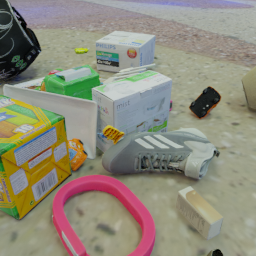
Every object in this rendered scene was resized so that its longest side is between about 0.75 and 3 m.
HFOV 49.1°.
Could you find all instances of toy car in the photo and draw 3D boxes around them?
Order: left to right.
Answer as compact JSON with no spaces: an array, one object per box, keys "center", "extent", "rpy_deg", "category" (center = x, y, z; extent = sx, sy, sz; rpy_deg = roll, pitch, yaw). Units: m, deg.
[{"center":[-0.997,0.253,6.687],"extent":[1.858,0.618,0.912],"rpy_deg":[-37,40,24],"category":"toy car"},{"center":[2.065,-1.088,9.460],"extent":[2.156,1.058,0.718],"rpy_deg":[31,11,30],"category":"toy car"}]

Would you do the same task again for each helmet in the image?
[{"center":[-5.327,-3.411,11.324],"extent":[2.848,2.987,2.987],"rpy_deg":[-29,35,0],"category":"helmet"}]

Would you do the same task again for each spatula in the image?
[{"center":[0.014,-1.498,7.700],"extent":[1.375,0.110,0.956],"rpy_deg":[2,29,46],"category":"spatula"}]

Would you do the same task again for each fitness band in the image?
[{"center":[-0.494,1.755,5.395],"extent":[1.643,0.428,2.287],"rpy_deg":[-17,36,-29],"category":"fitness band"}]

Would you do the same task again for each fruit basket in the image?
[{"center":[-2.350,-1.653,9.977],"extent":[2.561,1.296,2.765],"rpy_deg":[-25,40,-34],"category":"fruit basket"}]

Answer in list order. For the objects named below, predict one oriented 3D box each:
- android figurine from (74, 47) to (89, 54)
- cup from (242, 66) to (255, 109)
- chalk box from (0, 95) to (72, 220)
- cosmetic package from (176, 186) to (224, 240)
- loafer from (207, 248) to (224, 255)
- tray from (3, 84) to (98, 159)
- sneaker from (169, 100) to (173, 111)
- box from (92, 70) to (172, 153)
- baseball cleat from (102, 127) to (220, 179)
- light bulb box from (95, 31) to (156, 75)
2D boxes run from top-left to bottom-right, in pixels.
[{"center":[-2.533,-4.184,15.140],"extent":[0.752,0.170,0.826],"rpy_deg":[11,32,17],"category":"android figurine"},{"center":[4.597,-1.332,9.193],"extent":[1.433,2.004,2.004],"rpy_deg":[-15,27,21],"category":"cup"},{"center":[-2.901,0.409,6.273],"extent":[2.758,1.707,1.716],"rpy_deg":[18,36,25],"category":"chalk box"},{"center":[1.370,1.640,5.463],"extent":[0.334,0.495,0.941],"rpy_deg":[-17,37,-25],"category":"cosmetic package"},{"center":[1.311,2.369,4.364],"extent":[0.432,0.400,1.148],"rpy_deg":[9,33,14],"category":"loafer"},{"center":[-2.070,-0.224,7.504],"extent":[2.911,1.563,0.323],"rpy_deg":[12,23,19],"category":"tray"},{"center":[1.105,-0.717,9.328],"extent":[0.500,0.414,1.047],"rpy_deg":[11,23,37],"category":"sneaker"},{"center":[0.142,-0.386,7.499],"extent":[2.005,1.769,0.970],"rpy_deg":[-25,40,-33],"category":"box"},{"center":[0.875,0.662,6.560],"extent":[2.844,0.992,1.514],"rpy_deg":[-15,35,-21],"category":"baseball cleat"},{"center":[-0.074,-3.484,12.875],"extent":[2.135,1.344,2.154],"rpy_deg":[13,35,19],"category":"light bulb box"}]
